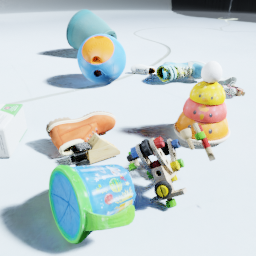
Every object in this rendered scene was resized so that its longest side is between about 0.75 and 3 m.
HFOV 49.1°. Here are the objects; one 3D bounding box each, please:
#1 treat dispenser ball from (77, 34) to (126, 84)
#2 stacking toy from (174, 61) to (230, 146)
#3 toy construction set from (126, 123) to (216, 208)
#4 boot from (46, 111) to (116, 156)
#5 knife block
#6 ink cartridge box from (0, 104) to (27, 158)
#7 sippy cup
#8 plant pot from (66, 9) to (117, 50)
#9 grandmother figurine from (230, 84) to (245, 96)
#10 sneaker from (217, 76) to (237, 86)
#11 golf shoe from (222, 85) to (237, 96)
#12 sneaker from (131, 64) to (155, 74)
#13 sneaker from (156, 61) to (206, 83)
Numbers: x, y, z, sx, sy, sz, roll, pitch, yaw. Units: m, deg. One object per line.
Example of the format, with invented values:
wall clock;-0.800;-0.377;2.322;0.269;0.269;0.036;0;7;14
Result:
treat dispenser ball;-1.347;-3.545;14.516;2.525;2.525;2.525;0;29;0
stacking toy;2.602;-0.928;9.460;1.965;2.689;1.965;-1;28;0
toy construction set;1.239;1.046;7.334;2.266;1.741;1.890;-20;-14;-3
boot;-1.350;0.216;9.433;2.464;0.925;1.321;-15;48;-27
knife block;-1.066;0.828;8.610;1.357;1.191;0.434;35;2;-38
ink cartridge box;-5.004;0.041;9.317;2.645;1.112;1.930;0;29;-1
sippy cup;-0.745;1.522;6.331;1.563;1.674;2.132;-9;51;-36
plant pot;-2.333;-6.388;19.614;2.701;2.875;2.875;34;41;23
grandmother figurine;5.332;-1.880;13.689;0.646;0.323;1.066;4;30;-12
sneaker;4.973;-2.447;14.513;1.442;0.507;0.578;-11;28;-18
golf shoe;4.780;-1.754;13.367;0.539;0.425;1.170;-8;21;-7
sneaker;0.884;-3.381;16.169;1.449;0.528;0.614;-1;26;-5
sneaker;2.764;-2.890;14.766;2.737;1.088;1.787;7;26;32
